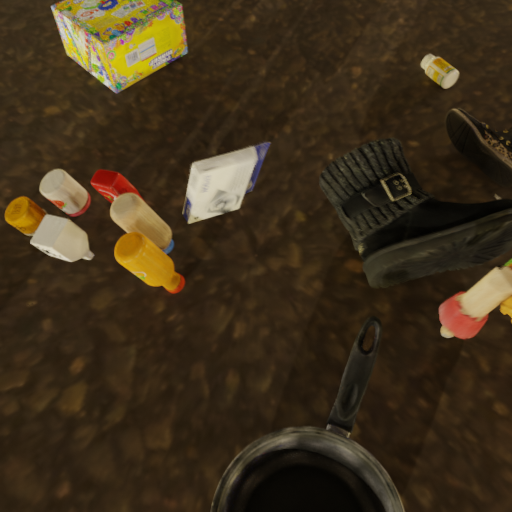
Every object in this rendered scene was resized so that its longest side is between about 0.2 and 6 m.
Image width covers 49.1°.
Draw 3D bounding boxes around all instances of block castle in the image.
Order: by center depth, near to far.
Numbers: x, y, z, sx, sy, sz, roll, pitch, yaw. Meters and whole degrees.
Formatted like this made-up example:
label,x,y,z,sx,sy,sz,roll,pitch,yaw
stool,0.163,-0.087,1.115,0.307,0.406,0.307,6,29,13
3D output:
label,x,y,z,sx,sy,sz,roll,pitch,yaw
block castle,3.785,0.760,7.095,2.813,1.319,1.879,-23,66,-38

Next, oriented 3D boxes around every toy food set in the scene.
label,x,y,z,sx,sy,sz,roll,pitch,yaw
toy food set,-2.376,-0.412,8.755,2.943,1.324,1.405,11,68,29

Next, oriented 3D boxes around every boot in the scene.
label,x,y,z,sx,sy,sz,roll,pitch,yaw
boot,2.648,-0.888,8.780,2.924,1.100,2.186,-13,60,-7
boot,4.391,-2.151,10.035,1.329,0.646,1.764,-29,64,-17

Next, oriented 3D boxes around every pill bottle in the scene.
label,x,y,z,sx,sy,sz,roll,pitch,yaw
pill bottle,3.677,-3.736,11.280,0.410,0.410,0.728,-28,60,-18

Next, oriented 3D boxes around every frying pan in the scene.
label,x,y,z,sx,sy,sz,roll,pitch,yaw
frying pan,0.584,2.496,6.798,2.236,0.602,3.696,0,57,-1

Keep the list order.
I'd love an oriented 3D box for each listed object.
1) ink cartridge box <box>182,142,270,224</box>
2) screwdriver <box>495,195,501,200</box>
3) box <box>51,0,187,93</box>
label,x,y,z,sx,sy,sz,roll,pitch,yaw
ink cartridge box,-0.414,-1.058,8.275,1.268,1.265,0.257,-22,68,-24
screwdriver,4.496,-0.181,8.926,0.309,0.322,2.214,-24,52,-7
box,-2.740,-4.607,11.423,1.891,1.154,1.822,-38,63,-22
